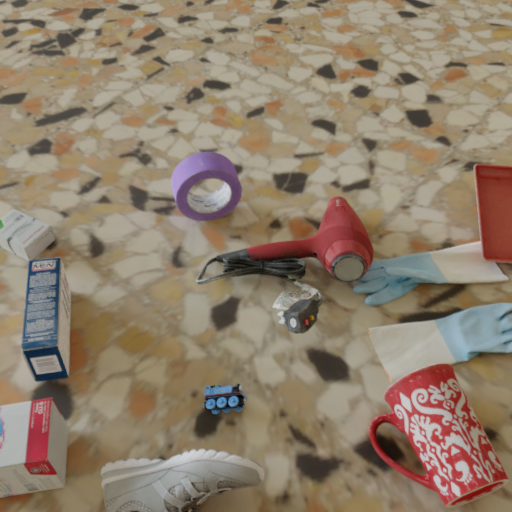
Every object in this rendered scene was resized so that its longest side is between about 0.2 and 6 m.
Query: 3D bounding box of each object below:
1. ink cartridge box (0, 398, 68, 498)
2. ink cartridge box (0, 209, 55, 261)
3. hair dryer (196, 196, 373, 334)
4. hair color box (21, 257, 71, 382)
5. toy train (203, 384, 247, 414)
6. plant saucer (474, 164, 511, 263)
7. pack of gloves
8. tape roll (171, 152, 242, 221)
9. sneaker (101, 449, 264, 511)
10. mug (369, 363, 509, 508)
[{"bbox_3d":[-3.076,2.436,7.021,1.190,0.865,0.861,-8,48,-7],"label":"ink cartridge box"},{"bbox_3d":[-4.140,-0.367,9.910,0.902,0.375,0.661,23,52,19],"label":"ink cartridge box"},{"bbox_3d":[0.745,-0.190,9.365,2.416,0.862,3.172,27,46,32],"label":"hair dryer"},{"bbox_3d":[-3.117,0.923,8.399,0.513,0.847,1.694,-6,47,-10],"label":"hair color box"},{"bbox_3d":[-0.432,1.968,7.768,0.636,0.276,0.364,-12,50,17],"label":"toy train"},{"bbox_3d":[4.729,-0.661,9.809,1.857,0.341,1.861,4,69,-2],"label":"plant saucer"},{"bbox_3d":[2.984,0.647,8.897,2.692,0.531,2.262,-10,48,-9],"label":"pack of gloves"},{"bbox_3d":[-0.898,-1.239,10.134,1.219,1.219,0.518,-11,50,-10],"label":"tape roll"},{"bbox_3d":[-0.879,2.864,6.762,2.045,0.764,0.839,-12,59,12],"label":"sneaker"},{"bbox_3d":[2.327,2.384,7.212,1.013,1.348,1.519,13,41,-39],"label":"mug"}]
